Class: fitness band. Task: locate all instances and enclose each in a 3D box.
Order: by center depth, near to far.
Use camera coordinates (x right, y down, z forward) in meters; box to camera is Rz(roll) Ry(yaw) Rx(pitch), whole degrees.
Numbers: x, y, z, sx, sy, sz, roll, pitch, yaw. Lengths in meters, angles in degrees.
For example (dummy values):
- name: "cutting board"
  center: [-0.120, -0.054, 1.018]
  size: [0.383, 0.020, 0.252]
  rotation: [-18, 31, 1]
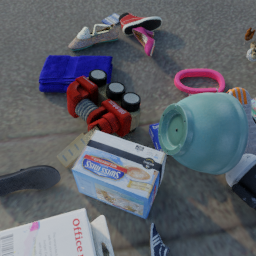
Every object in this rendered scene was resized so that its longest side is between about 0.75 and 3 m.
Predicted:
- name: "fitness band"
  center: [2.842, -1.816, 11.103]
  size: [1.998, 0.374, 1.435]
  rotation: [-1, 50, -3]

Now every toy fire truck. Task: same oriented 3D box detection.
- name: "toy fire truck"
  center: [-1.332, -0.295, 9.339]
  size: [2.504, 1.830, 2.845]
  rotation: [39, 51, 25]

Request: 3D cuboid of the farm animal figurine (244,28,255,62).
- name: "farm animal figurine"
  center: [5.859, -3.510, 12.150]
  size: [1.853, 0.966, 1.833]
  rotation: [3, 64, -7]

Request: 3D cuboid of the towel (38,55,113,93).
- name: "towel"
  center: [-2.052, -2.284, 11.280]
  size: [2.785, 0.690, 2.056]
  rotation: [1, 53, 1]

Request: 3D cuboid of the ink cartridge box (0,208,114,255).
- name: "ink cartridge box"
  center: [-1.738, 3.284, 6.252]
  size: [2.978, 1.865, 1.914]
  rotation: [-12, 53, -9]

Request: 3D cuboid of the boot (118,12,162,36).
- name: "boot"
  center: [0.569, -5.272, 13.607]
  size: [1.966, 0.712, 1.418]
  rotation: [-13, 52, -5]

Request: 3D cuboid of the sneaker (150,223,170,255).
- name: "sneaker"
  center: [0.834, 3.011, 7.432]
  size: [0.513, 0.331, 0.946]
  rotation: [-2, 59, 5]

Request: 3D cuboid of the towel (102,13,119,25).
- name: "towel"
  center: [-0.767, -5.413, 14.062]
  size: [0.965, 0.115, 0.709]
  rotation: [-39, 64, -24]

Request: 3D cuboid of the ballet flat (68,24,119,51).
- name: "ballet flat"
  center: [-1.592, -4.218, 12.670]
  size: [2.436, 0.819, 0.829]
  rotation: [-21, 42, -16]

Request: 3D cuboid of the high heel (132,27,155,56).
- name: "high heel"
  center: [0.641, -3.868, 12.424]
  size: [1.018, 0.715, 2.122]
  rotation: [10, 47, -5]

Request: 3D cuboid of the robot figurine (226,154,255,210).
- name: "robot figurine"
  center: [3.735, 1.645, 7.959]
  size: [1.234, 1.486, 1.977]
  rotation: [-48, 62, 5]

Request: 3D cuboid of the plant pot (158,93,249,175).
- name: "plant pot"
  center: [1.795, 0.098, 7.572]
  size: [1.538, 2.296, 2.296]
  rotation: [4, 49, -25]

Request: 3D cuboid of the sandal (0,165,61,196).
- name: "sandal"
  center: [-3.083, 1.491, 8.402]
  size: [2.061, 0.784, 0.441]
  rotation: [-8, 25, -7]

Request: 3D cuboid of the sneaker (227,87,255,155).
- name: "sneaker"
  center: [3.651, -0.046, 9.439]
  size: [0.968, 1.397, 2.494]
  rotation: [-1, 86, 0]

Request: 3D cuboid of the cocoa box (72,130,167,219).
- name: "cocoa box"
  center: [-0.219, 1.323, 7.999]
  size: [2.233, 1.489, 1.465]
  rotation: [18, 55, 14]

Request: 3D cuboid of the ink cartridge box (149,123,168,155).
- name: "ink cartridge box"
  center: [1.946, 0.190, 9.500]
  size: [2.266, 0.501, 1.065]
  rotation: [-13, 53, -10]

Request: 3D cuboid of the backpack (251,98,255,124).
- name: "backpack"
  center: [4.760, -0.592, 9.904]
  size: [1.212, 0.912, 1.076]
  rotation: [-15, 54, -18]
